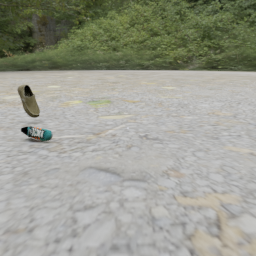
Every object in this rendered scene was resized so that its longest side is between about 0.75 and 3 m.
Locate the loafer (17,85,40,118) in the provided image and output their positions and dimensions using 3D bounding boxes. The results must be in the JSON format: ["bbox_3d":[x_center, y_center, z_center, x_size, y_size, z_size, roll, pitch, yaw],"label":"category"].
[{"bbox_3d":[-3.087,-0.853,8.753,0.381,1.130,0.430,-27,3,45],"label":"loafer"}]

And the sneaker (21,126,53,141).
[{"bbox_3d":[-2.267,0.135,6.902,0.892,0.318,0.357,7,-4,29],"label":"sneaker"}]
